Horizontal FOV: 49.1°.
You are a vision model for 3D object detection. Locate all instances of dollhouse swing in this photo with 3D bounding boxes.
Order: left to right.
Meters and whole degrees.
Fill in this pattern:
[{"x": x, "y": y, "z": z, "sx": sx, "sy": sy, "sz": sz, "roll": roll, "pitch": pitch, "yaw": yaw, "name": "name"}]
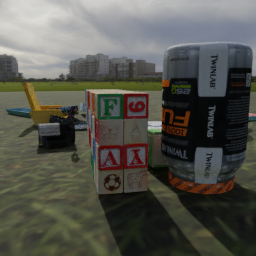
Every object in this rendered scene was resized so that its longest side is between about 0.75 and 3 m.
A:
[{"x": -3.394, "y": -1.078, "z": 11.945, "sx": 1.773, "sy": 1.715, "sz": 1.951, "roll": -3, "pitch": 9, "yaw": -10, "name": "dollhouse swing"}]

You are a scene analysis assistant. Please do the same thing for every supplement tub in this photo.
[{"x": 1.287, "y": -0.184, "z": 4.774, "sx": 1.435, "sy": 2.342, "sz": 1.435, "roll": 0, "pitch": 9, "yaw": 0, "name": "supplement tub"}]

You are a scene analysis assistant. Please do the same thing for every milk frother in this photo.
[{"x": -1.970, "y": -0.030, "z": 7.737, "sx": 1.006, "sy": 1.069, "sz": 0.965, "roll": -4, "pitch": 14, "yaw": -18, "name": "milk frother"}]

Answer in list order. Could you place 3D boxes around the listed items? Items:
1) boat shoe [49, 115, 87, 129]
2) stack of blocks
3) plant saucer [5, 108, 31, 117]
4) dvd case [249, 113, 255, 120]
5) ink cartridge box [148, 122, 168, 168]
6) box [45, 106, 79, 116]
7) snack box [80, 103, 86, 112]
[{"x": -2.241, "y": -0.230, "z": 10.611, "sx": 1.696, "sy": 0.480, "sz": 0.582, "roll": 2, "pitch": 10, "yaw": 14, "name": "boat shoe"}, {"x": -0.359, "y": 0.047, "z": 5.637, "sx": 0.811, "sy": 1.595, "sz": 2.771, "roll": -2, "pitch": 10, "yaw": -12, "name": "stack of blocks"}, {"x": -5.406, "y": -0.834, "z": 14.899, "sx": 2.879, "sy": 0.273, "sz": 1.007, "roll": 8, "pitch": 12, "yaw": 42, "name": "plant saucer"}, {"x": 5.349, "y": -0.589, "z": 13.567, "sx": 1.437, "sy": 0.217, "sz": 1.969, "roll": -3, "pitch": 11, "yaw": -19, "name": "dvd case"}, {"x": 0.810, "y": 0.306, "z": 6.453, "sx": 1.291, "sy": 0.778, "sz": 1.777, "roll": 0, "pitch": 6, "yaw": -18, "name": "ink cartridge box"}, {"x": -2.767, "y": -0.675, "z": 11.810, "sx": 1.335, "sy": 0.251, "sz": 0.911, "roll": -7, "pitch": -6, "yaw": -10, "name": "box"}, {"x": -1.812, "y": -1.067, "z": 14.984, "sx": 1.394, "sy": 0.472, "sz": 1.175, "roll": 2, "pitch": 3, "yaw": -17, "name": "snack box"}]
